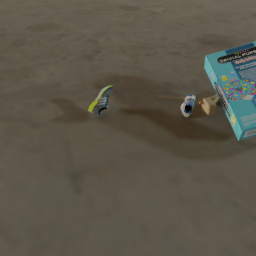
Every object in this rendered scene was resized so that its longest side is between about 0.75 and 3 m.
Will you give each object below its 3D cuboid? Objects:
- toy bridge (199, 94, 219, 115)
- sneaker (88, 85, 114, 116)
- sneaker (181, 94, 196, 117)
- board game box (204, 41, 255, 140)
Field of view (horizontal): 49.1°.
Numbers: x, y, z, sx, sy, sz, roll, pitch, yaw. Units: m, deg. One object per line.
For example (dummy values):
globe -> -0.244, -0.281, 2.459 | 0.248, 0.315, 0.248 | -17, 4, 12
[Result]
toy bridge -> 3.650, -1.010, 9.154 | 2.836, 0.386, 0.953 | -8, 40, -10
sneaker -> -0.725, -0.813, 8.480 | 0.432, 0.394, 1.067 | 38, 93, 13
sneaker -> 1.737, -0.563, 8.230 | 0.363, 0.943, 0.402 | 9, 59, 9
board game box -> 3.600, -1.175, 7.918 | 1.999, 0.621, 2.648 | -16, 62, 2
